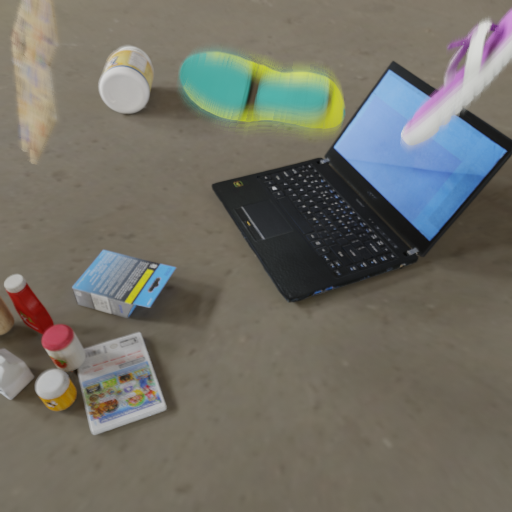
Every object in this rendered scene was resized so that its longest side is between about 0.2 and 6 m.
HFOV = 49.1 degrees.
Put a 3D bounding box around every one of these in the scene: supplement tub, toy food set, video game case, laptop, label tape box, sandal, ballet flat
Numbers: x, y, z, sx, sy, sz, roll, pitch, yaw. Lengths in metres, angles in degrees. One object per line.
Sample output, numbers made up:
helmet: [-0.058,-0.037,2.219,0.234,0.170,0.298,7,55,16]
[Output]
supplement tub: [-3.080,-4.253,13.443,1.133,1.133,1.567,-2,42,-2]
toy food set: [-3.352,1.000,7.539,2.471,1.112,1.179,24,54,26]
video game case: [-1.879,1.690,7.627,0.967,0.122,1.351,-15,44,-17]
laptop: [1.566,-1.489,9.747,3.892,2.010,3.450,-16,44,-17]
label tape box: [-2.018,0.472,8.748,1.322,0.418,0.953,13,44,14]
sandal: [2.230,-2.045,5.920,0.503,0.832,2.046,42,84,-10]
ballet flat: [0.084,-1.984,6.988,2.284,0.763,0.766,20,8,29]

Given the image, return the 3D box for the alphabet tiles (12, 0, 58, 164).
alphabet tiles: [-2.958,-2.551,7.491,0.089,1.982,2.371,-1,71,-34]
